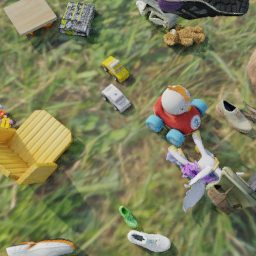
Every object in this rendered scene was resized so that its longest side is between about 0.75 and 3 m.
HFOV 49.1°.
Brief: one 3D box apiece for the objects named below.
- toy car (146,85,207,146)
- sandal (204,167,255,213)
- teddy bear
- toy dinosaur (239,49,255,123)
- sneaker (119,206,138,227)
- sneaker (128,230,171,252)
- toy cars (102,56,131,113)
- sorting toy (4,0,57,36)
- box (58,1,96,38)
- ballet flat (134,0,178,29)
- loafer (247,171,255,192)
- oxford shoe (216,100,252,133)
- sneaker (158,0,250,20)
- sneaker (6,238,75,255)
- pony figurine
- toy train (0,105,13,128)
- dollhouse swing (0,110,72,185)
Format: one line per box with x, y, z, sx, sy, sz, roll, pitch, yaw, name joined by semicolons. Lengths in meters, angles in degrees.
1.648;-0.675;8.910;1.663;1.880;1.733;35;73;13;toy car
2.272;1.634;6.525;0.711;2.493;0.990;-39;71;-14;sandal
2.199;-3.612;10.829;1.583;0.529;1.148;7;66;3;teddy bear
3.127;-1.025;6.116;1.133;1.789;2.639;2;64;-21;toy dinosaur
-0.004;2.673;8.407;0.279;0.315;0.754;-39;74;-15;sneaker
0.612;3.251;8.044;1.260;0.557;0.474;10;67;4;sneaker
-0.451;-1.676;10.051;1.035;0.511;2.308;-2;68;0;toy cars
-3.816;-4.394;11.128;1.545;0.538;1.536;-32;72;-12;sorting toy
-2.024;-4.372;11.240;1.156;0.320;1.443;10;68;5;box
0.918;-4.711;11.154;2.291;0.772;0.730;36;80;14;ballet flat
4.571;1.330;8.654;0.828;0.945;2.628;40;70;10;loafer
3.643;-0.387;9.519;1.440;0.531;0.510;41;74;15;oxford shoe
2.137;-3.663;8.177;2.587;1.133;0.980;16;80;7;sneaker
-2.425;3.645;7.885;1.916;0.725;0.881;-9;76;5;sneaker
2.156;1.280;8.444;2.027;1.748;2.099;-28;55;-20;pony figurine
-4.458;-0.091;9.520;0.971;0.360;1.293;24;67;11;toy train
-3.056;0.390;8.659;2.016;1.832;1.772;38;94;14;dollhouse swing
